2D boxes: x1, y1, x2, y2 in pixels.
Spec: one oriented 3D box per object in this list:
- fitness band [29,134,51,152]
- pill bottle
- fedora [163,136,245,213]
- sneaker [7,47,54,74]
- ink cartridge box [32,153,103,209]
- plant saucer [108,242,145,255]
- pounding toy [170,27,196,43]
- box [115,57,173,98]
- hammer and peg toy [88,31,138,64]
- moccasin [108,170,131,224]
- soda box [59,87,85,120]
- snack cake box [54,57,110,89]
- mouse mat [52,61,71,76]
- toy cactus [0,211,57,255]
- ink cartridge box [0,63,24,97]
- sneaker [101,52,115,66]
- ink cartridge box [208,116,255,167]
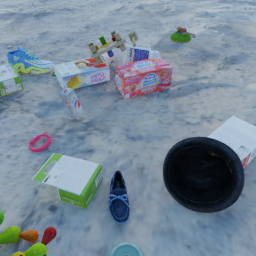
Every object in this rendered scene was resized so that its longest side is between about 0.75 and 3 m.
[{"bbox_3d":[-2.861,0.486,9.124,0.560,0.146,0.780,22,45,21],"label":"fitness band"},{"bbox_3d":[0.612,-3.326,13.066,1.585,0.949,0.949,5,38,-13],"label":"pill bottle"},{"bbox_3d":[2.021,1.192,7.402,2.115,2.115,0.966,30,12,31],"label":"fedora"},{"bbox_3d":[-4.483,-3.081,12.694,2.143,1.126,0.812,-3,39,-4],"label":"sneaker"},{"bbox_3d":[-1.608,1.386,7.665,1.543,0.585,1.140,13,41,17],"label":"ink cartridge box"},{"bbox_3d":[-0.037,2.891,6.156,0.871,0.157,0.871,0,39,0],"label":"plant saucer"},{"bbox_3d":[3.108,-5.459,15.944,1.162,0.698,1.505,23,45,25],"label":"pounding toy"},{"bbox_3d":[0.642,-2.121,11.603,2.145,1.015,1.100,-15,41,-17],"label":"box"},{"bbox_3d":[-0.599,-3.509,11.574,2.170,0.765,1.596,-26,25,1],"label":"hammer and peg toy"},{"bbox_3d":[-0.288,1.742,7.281,0.593,0.503,1.475,-7,40,-8],"label":"moccasin"},{"bbox_3d":[-1.929,-0.822,9.699,0.404,1.183,0.375,18,56,31],"label":"soda box"},{"bbox_3d":[-1.979,-2.388,12.102,2.094,0.703,1.204,-18,41,-21],"label":"snack cake box"},{"bbox_3d":[-2.355,-2.645,13.012,1.888,0.071,1.519,14,41,15],"label":"mouse mat"},{"bbox_3d":[-3.086,2.710,5.654,2.836,1.450,2.340,11,49,0],"label":"toy cactus"},{"bbox_3d":[-5.454,-1.881,11.562,1.811,0.686,1.339,-24,46,-24],"label":"ink cartridge box"},{"bbox_3d":[-0.917,-3.402,13.600,0.651,0.469,1.246,-15,37,-9],"label":"sneaker"},{"bbox_3d":[3.152,0.601,8.620,2.387,0.601,1.300,-32,49,-32],"label":"ink cartridge box"}]
